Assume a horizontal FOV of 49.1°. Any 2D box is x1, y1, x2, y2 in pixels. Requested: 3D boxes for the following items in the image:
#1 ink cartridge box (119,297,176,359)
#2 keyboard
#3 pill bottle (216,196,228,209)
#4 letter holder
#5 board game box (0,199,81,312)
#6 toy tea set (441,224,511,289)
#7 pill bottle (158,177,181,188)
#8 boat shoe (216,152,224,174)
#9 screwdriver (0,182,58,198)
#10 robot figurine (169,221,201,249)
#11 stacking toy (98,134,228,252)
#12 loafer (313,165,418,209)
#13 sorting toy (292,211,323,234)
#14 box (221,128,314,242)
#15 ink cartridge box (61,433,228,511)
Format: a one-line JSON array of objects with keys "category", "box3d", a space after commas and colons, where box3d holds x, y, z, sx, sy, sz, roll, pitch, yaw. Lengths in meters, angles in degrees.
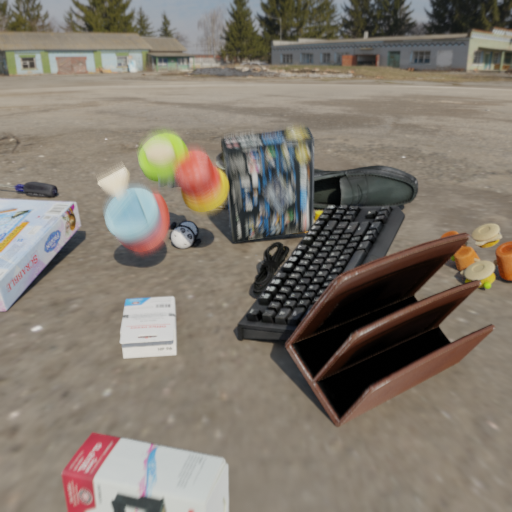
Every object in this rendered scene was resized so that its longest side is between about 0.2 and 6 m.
[{"category": "ink cartridge box", "box3d": [-1.520, 1.068, 7.992, 0.752, 0.440, 1.296, -3, 22, -7]}, {"category": "keyboard", "box3d": [0.910, 0.106, 9.167, 2.249, 0.480, 3.745, -4, 28, 32]}, {"category": "pill bottle", "box3d": [-0.785, -1.445, 14.177, 0.852, 0.496, 0.496, 3, 22, 11]}, {"category": "letter holder", "box3d": [1.802, 0.776, 6.660, 2.319, 1.648, 1.166, -15, 59, -33]}, {"category": "board game box", "box3d": [-5.214, -0.165, 10.234, 2.939, 0.606, 2.946, 4, 32, 9]}, {"category": "toy tea set", "box3d": [4.274, 0.066, 10.501, 1.200, 0.747, 2.019, -28, 24, 9]}, {"category": "pill bottle", "box3d": [-1.608, -1.574, 11.152, 0.678, 0.405, 0.405, -9, 23, -13]}, {"category": "boat shoe", "box3d": [-0.459, -2.076, 13.186, 0.916, 0.790, 2.520, -30, 17, -10]}, {"category": "screwdriver", "box3d": [-6.823, -1.912, 15.507, 3.030, 0.423, 0.441, 7, -8, 19]}, {"category": "robot figurine", "box3d": [-1.479, -0.460, 11.727, 0.591, 0.491, 0.787, -1, 21, 11]}, {"category": "stacking toy", "box3d": [-1.851, -1.333, 9.770, 2.204, 0.931, 1.995, -37, 63, -3]}, {"category": "loafer", "box3d": [2.268, -1.576, 13.830, 3.357, 1.140, 1.178, 4, 32, 12]}, {"category": "sorting toy", "box3d": [1.795, -0.836, 12.910, 2.283, 0.311, 1.286, -12, 25, -27]}, {"category": "box", "box3d": [0.266, -1.382, 11.277, 1.751, 2.202, 0.507, -9, 39, -5]}, {"category": "ink cartridge box", "box3d": [-0.909, 2.116, 4.747, 1.259, 0.918, 0.522, 6, 23, 14]}]
